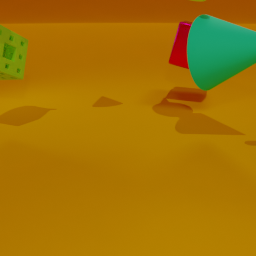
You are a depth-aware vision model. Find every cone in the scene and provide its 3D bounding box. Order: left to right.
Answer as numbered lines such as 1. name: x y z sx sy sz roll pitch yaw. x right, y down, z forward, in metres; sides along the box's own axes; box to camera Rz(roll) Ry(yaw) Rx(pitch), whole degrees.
1. cone: 2.252 -1.541 5.470 1.587 1.581 1.581 5 20 42

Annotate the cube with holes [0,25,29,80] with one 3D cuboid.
1. cube with holes: -3.166 -1.767 6.643 1.006 1.006 1.006 4 -6 26

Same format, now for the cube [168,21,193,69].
1. cube: 2.141 -2.584 8.865 1.267 1.267 1.267 18 26 11
